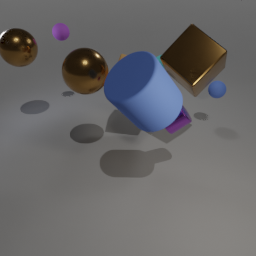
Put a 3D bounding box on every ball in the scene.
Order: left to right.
[{"bbox_3d":[-4.109,-3.002,10.500,1.400,1.400,1.400,0,31,0],"label":"ball"},{"bbox_3d":[-2.768,-3.967,11.565,0.700,0.700,0.700,0,31,0],"label":"ball"},{"bbox_3d":[-1.297,-1.716,8.506,1.400,1.400,1.400,0,31,0],"label":"ball"},{"bbox_3d":[3.563,-1.538,11.198,0.700,0.700,0.700,0,31,0],"label":"ball"}]

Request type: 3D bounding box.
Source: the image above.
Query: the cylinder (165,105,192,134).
[{"bbox_3d":[1.383,-0.292,8.181,0.700,0.700,0.700,-34,24,20],"label":"cylinder"}]

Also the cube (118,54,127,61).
[{"bbox_3d":[0.171,-1.692,10.143,1.400,1.400,1.400,17,25,-5],"label":"cube"}]

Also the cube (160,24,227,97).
[{"bbox_3d":[2.064,-2.057,8.788,1.400,1.400,1.400,46,7,17],"label":"cube"}]

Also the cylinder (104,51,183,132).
[{"bbox_3d":[0.381,-0.823,6.608,1.400,1.400,1.400,-19,52,26],"label":"cylinder"}]

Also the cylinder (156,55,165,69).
[{"bbox_3d":[1.821,-3.320,13.909,0.700,0.700,0.700,-17,20,32],"label":"cylinder"}]
